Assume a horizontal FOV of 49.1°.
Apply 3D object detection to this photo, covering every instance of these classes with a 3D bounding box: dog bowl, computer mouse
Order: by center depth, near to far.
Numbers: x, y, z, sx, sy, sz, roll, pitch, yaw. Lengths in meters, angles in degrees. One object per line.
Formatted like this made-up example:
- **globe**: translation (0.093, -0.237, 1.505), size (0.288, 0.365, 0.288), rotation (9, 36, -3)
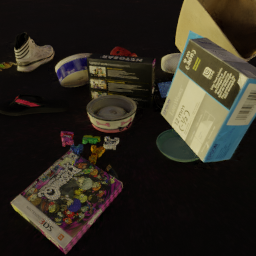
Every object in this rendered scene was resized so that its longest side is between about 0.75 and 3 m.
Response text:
- **computer mouse**: translation (-1.115, 1.142, 7.434), size (1.390, 0.456, 1.979), rotation (-22, 40, -28)
- **dog bowl**: translation (-0.553, -0.483, 9.676), size (1.713, 0.632, 1.713), rotation (1, 34, 0)
- **dog bowl**: translation (-2.018, -2.322, 11.447), size (1.746, 1.746, 0.688), rotation (-15, 81, -21)

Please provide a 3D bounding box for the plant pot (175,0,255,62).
- **plant pot**: translation (2.711, -2.692, 7.978), size (2.295, 2.032, 2.292), rotation (-31, 83, -22)

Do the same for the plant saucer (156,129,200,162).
- **plant saucer**: translation (1.624, 0.560, 8.450), size (1.549, 0.278, 1.549), rotation (0, 35, 0)

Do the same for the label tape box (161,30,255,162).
- **label tape box**: translation (1.490, -0.809, 5.978), size (0.849, 1.841, 2.569), rotation (-4, 38, -30)

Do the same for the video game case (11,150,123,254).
- **video game case**: translation (-1.379, 1.568, 6.489), size (1.741, 0.344, 1.921), rotation (29, 54, 26)

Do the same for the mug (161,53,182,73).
- **mug**: translation (2.226, -3.034, 13.315), size (1.111, 0.936, 1.267), rotation (4, 3, 19)

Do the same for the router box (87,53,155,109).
- **router box**: translation (-0.250, -1.749, 10.479), size (2.441, 1.821, 0.623), rotation (8, 36, 11)

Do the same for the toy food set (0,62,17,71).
- **toy food set**: translation (-6.135, -3.174, 14.012), size (0.716, 0.208, 1.037), rotation (21, 40, 28)

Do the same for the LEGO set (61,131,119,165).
- **LEGO set**: translation (-1.137, 0.637, 8.069), size (1.686, 0.643, 0.692), rotation (6, 37, -2)

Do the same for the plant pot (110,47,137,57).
- **plant pot**: translation (-0.213, -3.096, 13.118), size (1.053, 1.156, 1.156), rotation (26, 41, 20)

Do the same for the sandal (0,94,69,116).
- **sandal**: translation (-3.519, -0.955, 10.402), size (2.601, 0.586, 0.977), rotation (-3, 34, -5)

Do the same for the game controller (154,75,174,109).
- **game controller**: translation (1.648, -1.483, 11.260), size (1.258, 0.508, 2.412), rotation (-1, 33, -2)

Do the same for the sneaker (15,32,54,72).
- **sneaker**: translation (-4.626, -4.044, 14.023), size (1.067, 1.627, 2.828), rotation (9, 35, 13)
